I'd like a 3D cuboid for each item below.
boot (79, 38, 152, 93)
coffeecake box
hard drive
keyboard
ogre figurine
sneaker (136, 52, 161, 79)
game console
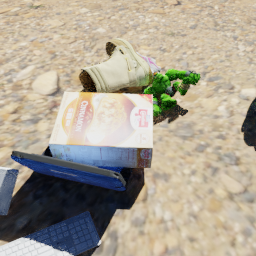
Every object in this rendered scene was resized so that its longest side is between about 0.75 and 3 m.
[{"bbox_3d":[-0.732,-2.121,9.671,2.157,1.010,2.775,-20,50,-20],"label":"boot"},{"bbox_3d":[-0.550,0.007,6.947,2.309,0.843,1.772,2,48,2],"label":"coffeecake box"},{"bbox_3d":[-2.733,1.312,5.839,0.652,0.988,0.132,16,0,-36],"label":"hard drive"},{"bbox_3d":[-1.893,2.428,5.345,2.686,0.143,0.756,-18,46,-18],"label":"keyboard"},{"bbox_3d":[1.214,-1.213,8.725,1.875,0.920,1.124,-54,46,8],"label":"ogre figurine"},{"bbox_3d":[0.652,-2.270,10.146,0.661,0.610,1.499,-21,55,-23],"label":"sneaker"},{"bbox_3d":[-1.062,0.543,6.531,2.361,2.015,1.397,10,70,10],"label":"game console"}]
